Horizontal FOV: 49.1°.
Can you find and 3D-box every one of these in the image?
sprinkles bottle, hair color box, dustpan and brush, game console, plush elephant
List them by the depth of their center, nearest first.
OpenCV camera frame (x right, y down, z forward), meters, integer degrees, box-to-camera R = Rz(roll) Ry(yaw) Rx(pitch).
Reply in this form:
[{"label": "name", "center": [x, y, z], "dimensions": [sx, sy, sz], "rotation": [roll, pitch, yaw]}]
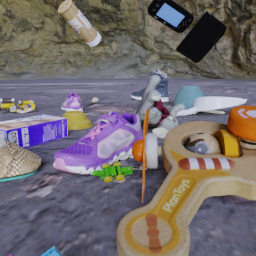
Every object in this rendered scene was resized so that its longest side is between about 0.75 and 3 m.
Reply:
[{"label": "hair color box", "center": [-2.487, 0.080, 6.975], "dimensions": [0.967, 0.573, 1.770], "rotation": [9, 17, 34]}, {"label": "game console", "center": [1.409, -2.608, 7.206], "dimensions": [2.069, 1.220, 0.249], "rotation": [25, 38, -20]}, {"label": "plush elephant", "center": [0.916, -0.373, 7.682], "dimensions": [1.290, 1.666, 1.372], "rotation": [21, 24, -6]}, {"label": "dustpan and brush", "center": [2.884, -0.784, 10.941], "dimensions": [2.832, 0.811, 1.977], "rotation": [3, -1, -14]}, {"label": "sprinkles bottle", "center": [-1.878, -4.114, 11.122], "dimensions": [0.672, 0.672, 1.970], "rotation": [10, -22, 40]}]

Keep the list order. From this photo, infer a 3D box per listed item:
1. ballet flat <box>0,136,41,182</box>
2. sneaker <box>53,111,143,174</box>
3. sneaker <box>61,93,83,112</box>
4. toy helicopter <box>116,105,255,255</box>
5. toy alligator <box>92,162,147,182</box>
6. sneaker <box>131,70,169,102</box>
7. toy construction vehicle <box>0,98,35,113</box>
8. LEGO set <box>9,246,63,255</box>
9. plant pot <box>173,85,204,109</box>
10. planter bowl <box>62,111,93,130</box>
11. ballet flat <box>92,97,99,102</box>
[{"label": "ballet flat", "center": [-2.962, 0.392, 4.528], "dimensions": [2.950, 0.963, 1.040], "rotation": [-4, 16, -15]}, {"label": "sneaker", "center": [-0.467, 0.202, 5.395], "dimensions": [0.904, 0.994, 2.248], "rotation": [11, 18, 38]}, {"label": "sneaker", "center": [-2.363, -1.099, 11.860], "dimensions": [0.743, 0.816, 1.846], "rotation": [-7, 13, -23]}, {"label": "toy helicopter", "center": [0.684, 0.559, 3.575], "dimensions": [1.965, 1.172, 2.971], "rotation": [16, 31, 26]}, {"label": "toy alligator", "center": [-0.136, 0.740, 4.680], "dimensions": [0.953, 0.283, 0.259], "rotation": [-4, -28, -19]}, {"label": "sneaker", "center": [1.206, -2.385, 15.719], "dimensions": [2.408, 1.740, 0.916], "rotation": [7, 16, 35]}, {"label": "toy construction vehicle", "center": [-4.822, -0.889, 11.744], "dimensions": [1.720, 0.606, 1.497], "rotation": [-2, 1, -22]}, {"label": "LEGO set", "center": [-0.411, 1.292, 1.694], "dimensions": [0.516, 0.555, 1.353], "rotation": [-34, 26, -9]}, {"label": "plant pot", "center": [2.879, -1.454, 13.036], "dimensions": [1.502, 1.012, 1.502], "rotation": [1, 12, 0]}, {"label": "planter bowl", "center": [-1.696, -0.285, 8.871], "dimensions": [1.147, 0.478, 1.147], "rotation": [0, 13, 0]}, {"label": "ballet flat", "center": [-1.747, -1.533, 15.184], "dimensions": [0.240, 0.284, 0.751], "rotation": [11, 16, 7]}]
